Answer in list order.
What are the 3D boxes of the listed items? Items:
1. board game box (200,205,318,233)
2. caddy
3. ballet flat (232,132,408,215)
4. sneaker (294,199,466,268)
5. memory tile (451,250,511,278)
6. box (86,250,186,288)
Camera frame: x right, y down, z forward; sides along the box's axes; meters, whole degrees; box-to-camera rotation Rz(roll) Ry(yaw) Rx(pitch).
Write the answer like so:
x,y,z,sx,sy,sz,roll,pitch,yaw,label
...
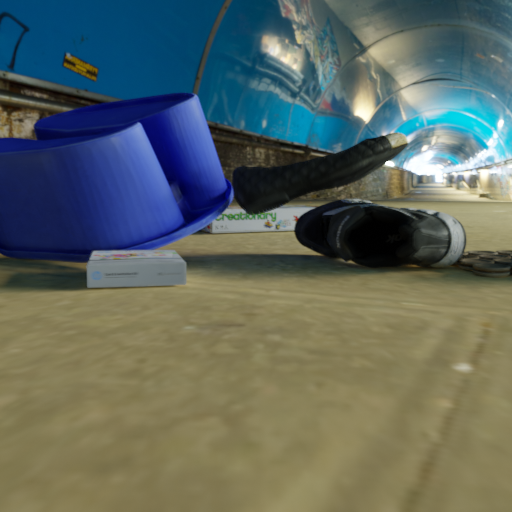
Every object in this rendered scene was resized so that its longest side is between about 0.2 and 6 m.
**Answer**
x,y,z,sx,sy,sz,roll,pitch,yaw,label
0.137,-1.117,16.419,3.892,0.673,2.457,-3,7,-23,board game box
-2.836,-1.249,10.437,4.958,2.602,3.505,3,29,32,caddy
1.048,-1.530,9.315,3.034,0.862,1.008,-18,-12,1,ballet flat
1.646,-0.415,9.289,1.473,1.082,3.256,-1,8,-43,sneaker
3.885,0.111,8.876,1.575,0.172,2.054,-1,8,-1,memory tile
-1.679,0.154,7.824,1.250,0.330,1.604,-1,6,-13,box
